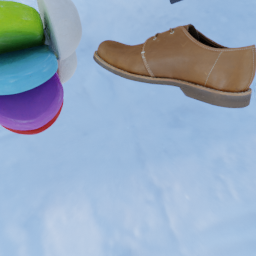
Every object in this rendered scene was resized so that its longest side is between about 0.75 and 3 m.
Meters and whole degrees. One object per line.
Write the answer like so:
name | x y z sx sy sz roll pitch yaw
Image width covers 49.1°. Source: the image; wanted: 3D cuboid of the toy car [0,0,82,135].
toy car | -1.696 -0.795 4.290 2.124 2.427 1.820 -18 84 -17

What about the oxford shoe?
oxford shoe | 0.503 -0.949 3.598 2.245 0.800 0.801 19 30 28

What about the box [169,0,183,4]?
box | 1.570 -4.525 6.326 1.376 2.408 2.644 -29 111 -8
